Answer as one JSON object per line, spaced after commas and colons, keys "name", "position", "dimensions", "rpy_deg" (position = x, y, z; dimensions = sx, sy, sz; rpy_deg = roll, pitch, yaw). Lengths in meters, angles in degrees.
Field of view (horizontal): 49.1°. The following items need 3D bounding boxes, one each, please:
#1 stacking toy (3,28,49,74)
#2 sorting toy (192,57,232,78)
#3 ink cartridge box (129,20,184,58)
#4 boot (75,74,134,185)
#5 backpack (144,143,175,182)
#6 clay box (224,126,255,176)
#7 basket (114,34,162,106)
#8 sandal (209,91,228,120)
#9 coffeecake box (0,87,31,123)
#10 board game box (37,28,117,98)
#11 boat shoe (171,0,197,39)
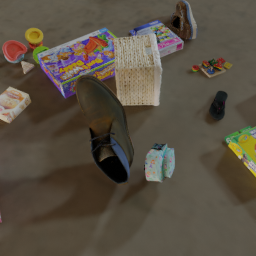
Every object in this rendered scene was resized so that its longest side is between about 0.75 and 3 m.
{"name": "stacking toy", "position": [-3.528, -2.628, 10.038], "dimensions": [1.560, 0.659, 1.412], "rpy_deg": [-36, 86, -21]}
{"name": "sorting toy", "position": [2.964, -2.146, 9.687], "dimensions": [1.418, 0.240, 0.684], "rpy_deg": [-21, 55, -16]}
{"name": "ink cartridge box", "position": [1.029, -3.468, 10.623], "dimensions": [1.189, 0.418, 1.993], "rpy_deg": [-25, 54, -18]}
{"name": "boot", "position": [-0.460, 0.084, 6.361], "dimensions": [0.964, 2.581, 1.251], "rpy_deg": [-21, 30, 10]}
{"name": "backpack", "position": [0.752, 0.862, 6.748], "dimensions": [0.685, 0.808, 0.910], "rpy_deg": [6, 21, 27]}
{"name": "clay box", "position": [3.535, 0.650, 7.387], "dimensions": [1.058, 0.438, 1.842], "rpy_deg": [-22, 56, -17]}
{"name": "basket", "position": [0.277, -1.733, 8.499], "dimensions": [1.312, 1.631, 1.617], "rpy_deg": [-3, 52, 0]}
{"name": "sandal", "position": [2.787, -0.755, 8.571], "dimensions": [0.459, 0.292, 1.222], "rpy_deg": [15, 54, 11]}
{"name": "coffeecake box", "position": [-3.587, -0.712, 8.494], "dimensions": [0.759, 0.361, 0.989], "rpy_deg": [22, 55, 16]}
{"name": "board game box", "position": [-1.404, -2.310, 9.576], "dimensions": [2.719, 0.609, 1.828], "rpy_deg": [-30, 58, -21]}
{"name": "boat shoe", "position": [2.095, -4.321, 11.045], "dimensions": [0.767, 0.765, 2.119], "rpy_deg": [-7, 52, -4]}
